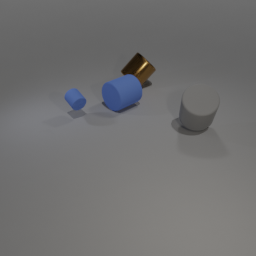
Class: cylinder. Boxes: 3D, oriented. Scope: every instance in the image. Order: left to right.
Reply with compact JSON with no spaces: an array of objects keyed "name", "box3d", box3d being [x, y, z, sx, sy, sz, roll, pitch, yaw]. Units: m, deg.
[{"name":"cylinder","box3d":[-2.273,-1.236,12.111,0.700,0.700,0.700,-23,57,-33]},{"name":"cylinder","box3d":[-0.281,-1.675,13.233,1.400,1.400,1.400,-28,40,-36]},{"name":"cylinder","box3d":[0.558,-3.134,15.285,1.400,1.400,1.400,42,10,-9]},{"name":"cylinder","box3d":[2.765,-0.785,11.013,1.400,1.400,1.400,-2,65,5]}]
